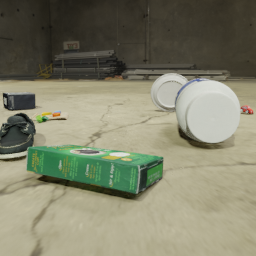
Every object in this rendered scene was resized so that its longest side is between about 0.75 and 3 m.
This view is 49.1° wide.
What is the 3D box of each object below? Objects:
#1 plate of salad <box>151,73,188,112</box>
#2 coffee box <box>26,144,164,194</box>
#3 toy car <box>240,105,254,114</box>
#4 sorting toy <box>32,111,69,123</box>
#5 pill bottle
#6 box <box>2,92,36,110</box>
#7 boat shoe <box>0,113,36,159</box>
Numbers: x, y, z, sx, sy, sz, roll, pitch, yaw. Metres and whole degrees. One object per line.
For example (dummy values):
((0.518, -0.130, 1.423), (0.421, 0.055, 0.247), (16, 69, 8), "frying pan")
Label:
((1.784, -1.477, 11.654), (1.684, 1.684, 0.404), (1, 28, 3), "plate of salad")
((-0.498, 0.579, 4.472), (1.910, 0.420, 1.174), (6, 2, 23), "coffee box")
((4.397, -0.934, 11.750), (1.317, 0.312, 1.399), (12, 9, -12), "toy car")
((-2.824, -0.437, 10.194), (1.245, 0.248, 1.684), (-1, 11, -8), "sorting toy")
((2.015, -0.499, 7.343), (1.521, 1.521, 2.741), (2, 12, 7), "pill bottle")
((-5.023, -1.259, 12.934), (1.195, 0.742, 1.205), (-8, 14, -33), "box")
((-2.551, 0.077, 6.424), (0.861, 0.764, 2.304), (-2, 12, -8), "boat shoe")
